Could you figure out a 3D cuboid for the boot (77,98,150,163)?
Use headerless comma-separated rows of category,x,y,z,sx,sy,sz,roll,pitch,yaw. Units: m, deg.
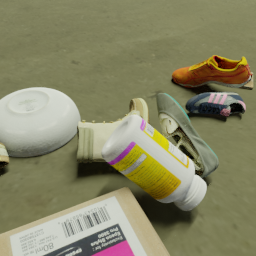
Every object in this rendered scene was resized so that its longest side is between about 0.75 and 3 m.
boot,-0.418,-0.003,7.766,1.961,0.914,2.536,4,44,-5

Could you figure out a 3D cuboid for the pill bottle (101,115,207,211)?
pill bottle,0.606,0.810,5.993,2.229,1.162,1.162,40,42,-12

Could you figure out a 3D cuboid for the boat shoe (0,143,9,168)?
boat shoe,-3.902,1.016,6.823,1.961,0.726,0.651,-27,64,-23

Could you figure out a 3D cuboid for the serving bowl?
serving bowl,-2.869,-0.429,8.389,2.799,0.920,2.799,0,41,0

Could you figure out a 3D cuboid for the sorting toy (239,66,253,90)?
sorting toy,4.254,-2.002,10.644,2.427,0.410,1.170,13,42,14

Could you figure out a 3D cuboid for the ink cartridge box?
ink cartridge box,-0.724,2.511,4.827,2.705,1.016,2.229,-17,42,-21

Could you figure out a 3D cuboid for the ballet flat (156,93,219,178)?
ballet flat,1.284,0.189,6.830,0.747,0.790,2.344,-34,84,-24

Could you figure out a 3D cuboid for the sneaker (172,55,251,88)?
sneaker,2.823,-2.072,9.870,2.864,1.105,1.045,3,44,39

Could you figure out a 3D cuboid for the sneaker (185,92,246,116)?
sneaker,2.815,-0.694,8.888,1.915,0.672,0.785,-9,43,-8
